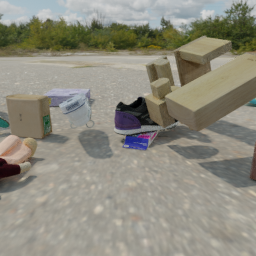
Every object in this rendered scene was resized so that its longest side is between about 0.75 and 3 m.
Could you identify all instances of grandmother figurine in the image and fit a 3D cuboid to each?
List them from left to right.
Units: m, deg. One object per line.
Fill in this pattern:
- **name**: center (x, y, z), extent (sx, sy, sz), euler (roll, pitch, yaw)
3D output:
- **grandmother figurine**: center (-2.497, 0.681, 5.224), extent (1.254, 0.626, 2.068), euler (-8, 14, 4)

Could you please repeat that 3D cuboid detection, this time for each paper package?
- **paper package**: center (-2.653, -0.337, 7.573), extent (1.047, 1.099, 0.568), euler (5, 18, 17)

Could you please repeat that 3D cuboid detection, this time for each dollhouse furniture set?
- **dollhouse furniture set**: center (1.992, -0.508, 7.074), extent (2.791, 2.392, 2.935), euler (-29, 33, -15)

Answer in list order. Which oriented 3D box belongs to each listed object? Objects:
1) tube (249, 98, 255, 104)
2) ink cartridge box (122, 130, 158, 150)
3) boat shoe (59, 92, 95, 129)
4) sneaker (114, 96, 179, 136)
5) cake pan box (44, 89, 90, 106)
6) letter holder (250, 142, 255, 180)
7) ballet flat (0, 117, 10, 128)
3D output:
- **tube**: center (5.746, -0.981, 10.518), extent (1.128, 0.734, 2.914), euler (3, 7, -40)
- **ink cartridge box**: center (0.334, 0.230, 7.269), extent (0.616, 0.241, 1.300), euler (6, 21, 17)
- **boat shoe**: center (-1.237, -0.367, 7.247), extent (0.777, 0.896, 2.102), euler (-28, 14, -8)
- **sneaker**: center (0.587, -0.400, 7.405), extent (2.013, 0.881, 0.762), euler (-10, 21, -30)
- **cake pan box**: center (-2.525, -1.320, 11.780), extent (1.698, 0.482, 1.844), euler (2, 17, -2)
- **letter holder**: center (3.322, 0.404, 4.556), extent (1.055, 1.491, 2.098), euler (-13, 22, -36)
- **ballet flat**: center (-3.713, -0.250, 7.698), extent (0.881, 0.299, 0.332), euler (15, 30, -38)
